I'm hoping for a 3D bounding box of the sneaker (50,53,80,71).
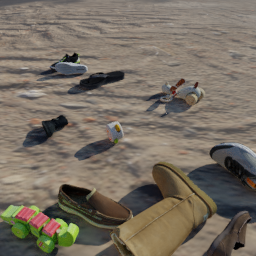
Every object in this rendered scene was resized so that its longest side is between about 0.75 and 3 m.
[{"bbox_3d":[-3.893,-4.147,17.181,2.110,0.874,0.756,-28,42,-35],"label":"sneaker"}]

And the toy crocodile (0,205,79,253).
[{"bbox_3d":[-2.293,2.470,7.175,2.277,0.703,0.769,15,36,23],"label":"toy crocodile"}]

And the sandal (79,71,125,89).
[{"bbox_3d":[-1.466,-2.806,15.365,2.829,0.606,1.076,-24,40,-32],"label":"sandal"}]

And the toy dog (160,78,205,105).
[{"bbox_3d":[2.657,-1.919,13.597,2.176,1.048,1.435,9,34,13],"label":"toy dog"}]

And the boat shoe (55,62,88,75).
[{"bbox_3d":[-3.331,-3.491,16.519,1.862,0.685,0.622,6,19,-9],"label":"boat shoe"}]

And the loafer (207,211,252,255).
[{"bbox_3d":[2.639,2.739,6.971,1.661,0.606,0.589,-33,54,-31],"label":"loafer"}]

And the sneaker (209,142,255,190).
[{"bbox_3d":[3.722,1.283,8.805,2.619,0.968,1.038,28,47,35],"label":"sneaker"}]

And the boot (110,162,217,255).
[{"bbox_3d":[0.681,2.171,7.472,2.736,0.905,2.396,-25,41,-31],"label":"boot"}]

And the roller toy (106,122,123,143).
[{"bbox_3d":[-0.500,0.121,10.717,0.538,0.770,0.703,-21,34,-17],"label":"roller toy"}]

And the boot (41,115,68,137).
[{"bbox_3d":[-2.905,-0.116,11.365,0.998,0.454,1.188,-18,31,-19],"label":"boot"}]

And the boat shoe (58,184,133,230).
[{"bbox_3d":[-0.955,2.082,7.646,2.246,0.831,0.830,10,34,15],"label":"boat shoe"}]
